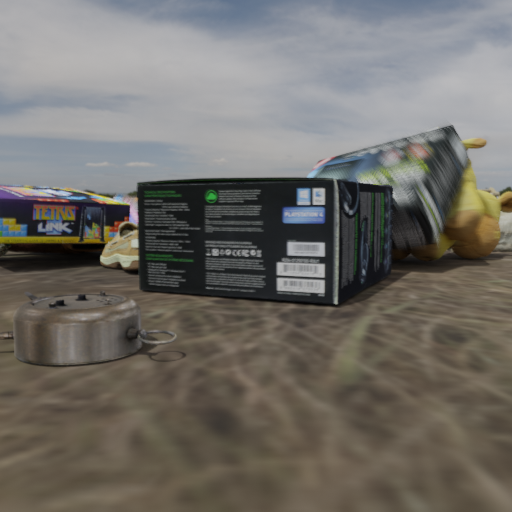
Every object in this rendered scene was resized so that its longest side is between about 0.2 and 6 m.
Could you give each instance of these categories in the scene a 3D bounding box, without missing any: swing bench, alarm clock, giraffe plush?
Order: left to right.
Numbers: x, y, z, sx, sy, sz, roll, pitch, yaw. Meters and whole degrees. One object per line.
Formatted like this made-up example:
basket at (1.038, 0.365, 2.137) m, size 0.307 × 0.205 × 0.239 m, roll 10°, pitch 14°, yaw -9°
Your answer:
alarm clock at (-1.175, 0.515, 4.079) m, size 1.325 × 0.441 × 0.894 m, roll 5°, pitch 7°, yaw 21°
giraffe plush at (3.853, -0.810, 10.863) m, size 2.187 × 2.697 × 2.328 m, roll 33°, pitch -22°, yaw -33°
swing bench at (5.053, -0.859, 12.948) m, size 1.709 × 1.115 × 1.719 m, roll -1°, pitch 22°, yaw -10°

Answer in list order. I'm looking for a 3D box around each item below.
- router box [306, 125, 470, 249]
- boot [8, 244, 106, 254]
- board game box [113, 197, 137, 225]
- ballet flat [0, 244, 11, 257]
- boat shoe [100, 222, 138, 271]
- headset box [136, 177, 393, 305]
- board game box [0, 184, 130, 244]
router box at (1.967, -1.043, 9.843) m, size 2.925 × 0.909 × 2.192 m, roll -9°, pitch 35°, yaw 43°
boot at (-3.984, -0.250, 11.254) m, size 2.401 × 0.873 × 2.550 m, roll 10°, pitch 4°, yaw -34°
board game box at (-2.285, -0.653, 12.088) m, size 1.454 × 0.704 × 1.159 m, roll -2°, pitch 39°, yaw -36°
ballet flat at (-5.625, -0.276, 10.011) m, size 2.341 × 0.885 × 0.748 m, roll -5°, pitch 5°, yaw -27°
boat shoe at (-2.079, -0.184, 9.259) m, size 0.721 × 0.766 × 2.011 m, roll -5°, pitch 4°, yaw -33°
headset box at (0.319, -0.309, 7.569) m, size 2.585 × 1.377 × 2.969 m, roll 3°, pitch 6°, yaw 26°
board game box at (-3.927, -0.814, 10.147) m, size 2.253 × 0.773 × 2.726 m, roll 0°, pitch 11°, yaw -41°
